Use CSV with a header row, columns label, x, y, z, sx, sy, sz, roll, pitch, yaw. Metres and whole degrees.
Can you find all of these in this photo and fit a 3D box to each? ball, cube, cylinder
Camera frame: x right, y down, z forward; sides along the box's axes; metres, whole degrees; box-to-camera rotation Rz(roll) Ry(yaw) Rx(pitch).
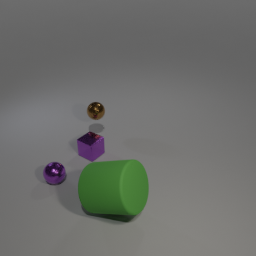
label,x,y,z,sx,sy,sz,roll,pitch,yaw
ball,-2.329,1.417,8.868,0.700,0.700,0.700,0,32,0
ball,-1.226,-0.651,10.714,0.700,0.700,0.700,0,32,0
cube,-1.329,0.652,10.091,0.700,0.700,0.700,21,37,29
cylinder,-0.369,1.580,7.508,1.400,1.400,1.400,-8,25,32
